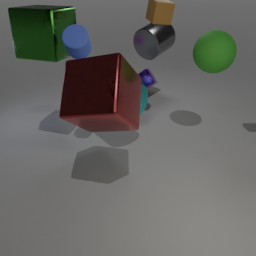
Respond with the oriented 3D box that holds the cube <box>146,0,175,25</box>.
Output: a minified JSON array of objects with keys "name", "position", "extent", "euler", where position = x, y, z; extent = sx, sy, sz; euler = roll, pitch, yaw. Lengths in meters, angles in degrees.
[{"name":"cube","position":[1.094,-3.997,9.591],"extent":[0.700,0.700,0.700],"euler":[-4,37,-20]}]

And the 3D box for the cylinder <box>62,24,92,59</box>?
[{"name":"cylinder","position":[-1.382,-2.334,7.640],"extent":[0.700,0.700,0.700],"euler":[0,-10,0]}]

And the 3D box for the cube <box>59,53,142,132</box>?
[{"name":"cube","position":[-0.583,-0.748,6.620],"extent":[1.400,1.400,1.400],"euler":[-2,-15,22]}]

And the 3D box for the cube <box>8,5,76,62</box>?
[{"name":"cube","position":[-2.459,-2.868,8.386],"extent":[1.400,1.400,1.400],"euler":[9,28,15]}]

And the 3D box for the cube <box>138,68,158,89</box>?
[{"name":"cube","position":[0.754,-2.060,11.998],"extent":[0.700,0.700,0.700],"euler":[-30,1,18]}]

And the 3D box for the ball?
[{"name":"ball","position":[2.890,-2.543,9.376],"extent":[1.400,1.400,1.400],"euler":[0,29,0]}]

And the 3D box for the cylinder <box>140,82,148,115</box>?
[{"name":"cylinder","position":[-0.290,-1.076,9.397],"extent":[1.400,1.400,1.400],"euler":[-19,31,-31]}]

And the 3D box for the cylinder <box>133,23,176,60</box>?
[{"name":"cylinder","position":[1.185,-3.972,12.564],"extent":[1.400,1.400,1.400],"euler":[22,47,34]}]
